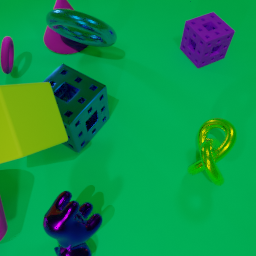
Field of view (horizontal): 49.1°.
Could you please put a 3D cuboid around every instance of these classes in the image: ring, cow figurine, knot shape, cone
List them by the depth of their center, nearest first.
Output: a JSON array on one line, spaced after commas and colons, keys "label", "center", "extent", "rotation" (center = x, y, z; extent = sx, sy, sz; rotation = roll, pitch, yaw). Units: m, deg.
[{"label": "cow figurine", "center": [-1.181, 2.106, 5.448], "extent": [1.460, 1.484, 0.815], "rotation": [-51, 41, -5]}, {"label": "knot shape", "center": [1.863, 0.639, 6.267], "extent": [0.722, 1.563, 1.463], "rotation": [16, 29, 4]}, {"label": "ring", "center": [-1.329, -2.848, 8.109], "extent": [2.066, 2.066, 0.413], "rotation": [15, 92, 9]}, {"label": "ring", "center": [-3.596, -2.169, 8.370], "extent": [0.221, 1.105, 1.105], "rotation": [4, 56, -14]}, {"label": "cone", "center": [-2.058, -3.613, 9.066], "extent": [1.678, 1.684, 1.678], "rotation": [1, 57, -2]}]

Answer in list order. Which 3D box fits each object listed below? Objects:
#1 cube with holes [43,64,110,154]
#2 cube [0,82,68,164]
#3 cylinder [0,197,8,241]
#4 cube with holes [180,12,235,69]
[{"label": "cube with holes", "center": [-1.474, -0.487, 7.248], "extent": [1.386, 1.386, 1.386], "rotation": [29, 62, 18]}, {"label": "cube", "center": [-2.248, -0.081, 5.610], "extent": [1.292, 1.292, 1.292], "rotation": [-16, 94, 30]}, {"label": "cylinder", "center": [-3.176, 1.658, 5.534], "extent": [1.269, 1.269, 1.269], "rotation": [-5, 16, 1]}, {"label": "cube with holes", "center": [2.475, -2.792, 8.921], "extent": [1.076, 1.076, 1.076], "rotation": [-23, 60, -15]}]
